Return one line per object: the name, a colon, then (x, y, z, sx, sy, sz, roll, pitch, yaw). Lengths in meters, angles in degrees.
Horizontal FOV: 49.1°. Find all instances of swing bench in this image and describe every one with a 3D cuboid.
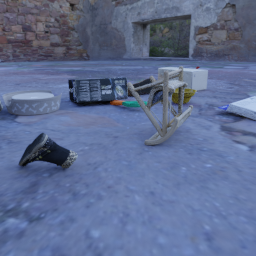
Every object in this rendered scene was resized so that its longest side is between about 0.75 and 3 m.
swing bench: (1.022, -0.635, 7.618, 1.130, 1.742, 1.733, -13, 10, 27)

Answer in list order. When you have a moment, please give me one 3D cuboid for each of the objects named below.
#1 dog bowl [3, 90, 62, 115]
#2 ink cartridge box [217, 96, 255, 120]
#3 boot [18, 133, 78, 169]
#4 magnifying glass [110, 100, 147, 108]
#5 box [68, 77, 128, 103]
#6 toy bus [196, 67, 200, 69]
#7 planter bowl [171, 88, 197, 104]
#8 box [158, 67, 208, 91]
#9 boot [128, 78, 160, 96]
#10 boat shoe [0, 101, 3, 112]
dog bowl: (-3.733, -1.029, 11.078, 2.225, 0.653, 2.225, 0, 17, 0)
ink cartridge box: (4.595, -0.803, 10.403, 1.798, 0.366, 1.802, -16, 28, -38)
boot: (-1.670, 0.632, 5.781, 0.875, 1.159, 0.418, 32, 42, -24)
magnifying glass: (-0.030, -0.994, 11.474, 0.798, 0.225, 2.005, -12, 16, -40)
box: (-1.382, -1.737, 12.552, 2.272, 0.978, 1.860, -6, 11, -21)
toy bus: (4.311, -3.377, 18.780, 1.530, 0.790, 1.443, -32, -2, -9)
planter bowl: (2.354, -1.410, 12.517, 1.370, 0.570, 1.370, 0, 16, 0)
box: (3.228, -2.994, 16.870, 1.384, 1.133, 2.915, -10, 19, -31)
boot: (0.723, -2.143, 14.782, 2.252, 0.829, 0.850, -15, 11, -36)
boat shoe: (-5.240, -0.979, 10.476, 2.490, 0.888, 0.750, 12, 24, 41)
